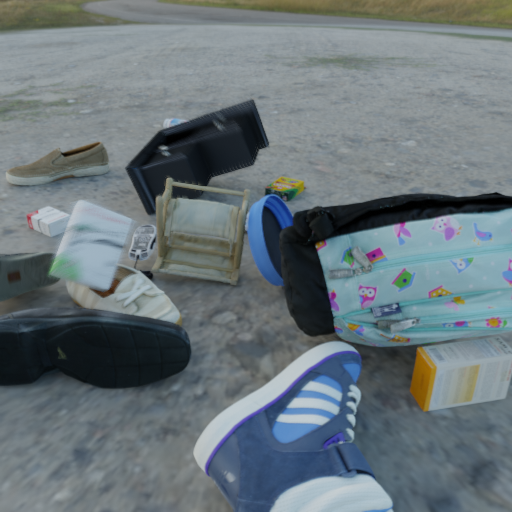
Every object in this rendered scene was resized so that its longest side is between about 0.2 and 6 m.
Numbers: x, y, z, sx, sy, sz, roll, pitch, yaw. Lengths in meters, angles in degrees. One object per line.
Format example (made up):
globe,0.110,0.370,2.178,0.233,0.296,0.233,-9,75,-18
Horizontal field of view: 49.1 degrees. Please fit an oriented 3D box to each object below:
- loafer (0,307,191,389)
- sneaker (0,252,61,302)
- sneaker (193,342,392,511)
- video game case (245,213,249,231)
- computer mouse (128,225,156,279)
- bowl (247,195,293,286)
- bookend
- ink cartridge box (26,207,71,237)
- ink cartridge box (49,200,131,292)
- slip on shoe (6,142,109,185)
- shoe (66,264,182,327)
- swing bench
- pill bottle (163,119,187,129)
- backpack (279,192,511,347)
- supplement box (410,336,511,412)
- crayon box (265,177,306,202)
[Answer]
loafer,-2.443,1.132,7.992,3.145,1.145,1.137,3,24,2
sneaker,-4.429,0.370,9.372,1.118,0.787,2.104,-4,1,37
sneaker,0.884,2.198,6.236,2.015,1.109,2.753,35,38,31
video game case,0.231,-0.730,12.218,1.016,0.117,0.926,11,30,14
computer mouse,-2.174,-0.065,10.721,0.701,0.281,1.279,0,50,13
bowl,0.349,-0.253,10.008,0.326,1.661,1.661,-14,22,26
bookend,-1.294,-2.390,13.320,2.676,1.240,2.693,-13,27,17
ink cartridge box,-4.481,-0.745,12.166,0.805,0.334,0.591,20,35,32
ink cartridge box,-2.574,-0.151,8.754,0.884,1.210,0.510,21,-16,-21
slip on shoe,-5.245,-2.471,14.828,2.631,0.797,1.000,-10,30,-17
shoe,-2.270,0.627,8.903,2.816,0.752,0.984,18,46,40
swing bench,-0.990,-0.422,10.148,1.562,1.570,1.019,9,30,0
pill bottle,-2.583,-4.245,18.400,0.891,0.484,0.484,16,33,27
backpack,2.188,0.195,8.016,3.417,2.163,2.851,-7,4,9
supplement box,2.749,1.570,7.490,1.226,0.773,0.451,-5,29,-11
crayon box,0.750,-1.700,13.988,0.667,0.267,1.050,15,32,25
